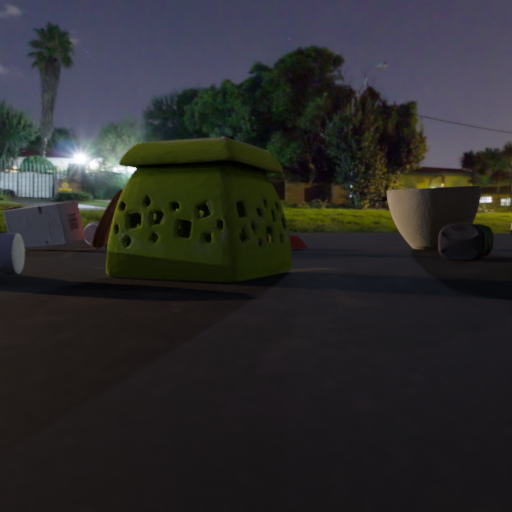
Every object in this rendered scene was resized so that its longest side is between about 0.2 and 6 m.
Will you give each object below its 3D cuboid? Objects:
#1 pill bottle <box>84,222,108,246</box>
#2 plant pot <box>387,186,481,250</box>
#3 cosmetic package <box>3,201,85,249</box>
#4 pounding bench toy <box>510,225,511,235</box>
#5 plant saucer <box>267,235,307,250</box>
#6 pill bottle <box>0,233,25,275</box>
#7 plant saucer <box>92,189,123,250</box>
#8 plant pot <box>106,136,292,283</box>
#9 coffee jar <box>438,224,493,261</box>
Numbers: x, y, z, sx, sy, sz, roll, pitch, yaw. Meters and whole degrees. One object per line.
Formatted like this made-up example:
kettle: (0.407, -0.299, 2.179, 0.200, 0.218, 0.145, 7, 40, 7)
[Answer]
pill bottle: (-4.118, -0.565, 14.582, 0.634, 0.634, 1.128, 0, 2, -2)
plant pot: (3.980, -0.844, 12.578, 2.020, 1.356, 2.020, -2, 4, 0)
cosmetic package: (-4.515, -0.652, 11.928, 1.588, 0.896, 0.644, -6, 9, 24)
pounding bench toy: (4.519, -0.403, 7.985, 1.610, 1.000, 1.256, 1, 4, 23)
plant saucer: (0.004, -0.315, 12.840, 1.816, 0.333, 1.813, 3, 4, 30)
pill bottle: (-2.683, -0.024, 5.253, 0.877, 0.524, 0.524, -1, 3, -6)
plant saucer: (-3.182, -0.780, 12.372, 0.233, 1.444, 1.444, 26, 1, -4)
plant pot: (-0.540, -0.472, 5.851, 1.509, 1.370, 1.502, 2, 3, 24)
coffee jar: (3.255, -0.223, 8.697, 0.688, 0.563, 1.320, 2, 4, 28)
